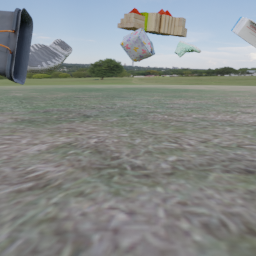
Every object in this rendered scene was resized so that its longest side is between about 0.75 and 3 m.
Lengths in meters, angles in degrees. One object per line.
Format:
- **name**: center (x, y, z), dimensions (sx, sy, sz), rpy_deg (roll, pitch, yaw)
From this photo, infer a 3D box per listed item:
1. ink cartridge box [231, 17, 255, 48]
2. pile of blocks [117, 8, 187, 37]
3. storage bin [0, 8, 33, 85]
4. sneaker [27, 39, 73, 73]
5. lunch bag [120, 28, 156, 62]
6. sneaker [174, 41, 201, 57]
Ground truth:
- **ink cartridge box**: center (2.803, -2.140, 6.344), dimensions (0.687, 0.396, 1.186), rpy_deg (33, 27, -4)
- **pile of blocks**: center (0.945, -3.838, 10.050), dimensions (2.668, 0.829, 1.095), rpy_deg (1, 13, -24)
- **storage bin**: center (-3.337, -2.171, 7.238), dimensions (1.253, 1.866, 1.358), rpy_deg (7, 2, -5)
- **sneaker**: center (-2.849, -2.303, 9.916), dimensions (1.027, 1.127, 2.749), rpy_deg (39, 28, -2)
- **lunch bag**: center (0.279, -2.151, 7.422), dimensions (0.650, 0.766, 0.487), rpy_deg (-13, 41, 38)
- **sneaker**: center (1.828, -2.336, 8.634), dimensions (0.835, 0.493, 0.307), rpy_deg (33, 8, 35)
